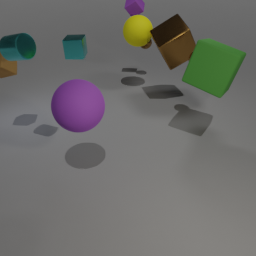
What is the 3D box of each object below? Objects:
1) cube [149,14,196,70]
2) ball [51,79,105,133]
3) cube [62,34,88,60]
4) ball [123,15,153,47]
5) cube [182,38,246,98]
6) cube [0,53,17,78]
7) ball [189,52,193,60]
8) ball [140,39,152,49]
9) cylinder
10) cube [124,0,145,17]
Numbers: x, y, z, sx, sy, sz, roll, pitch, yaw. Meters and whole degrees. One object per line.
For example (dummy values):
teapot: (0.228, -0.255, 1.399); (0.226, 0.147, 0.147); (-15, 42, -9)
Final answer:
cube: (1.959, -3.645, 11.916); (1.400, 1.400, 1.400); (-29, 47, 13)
ball: (-1.309, -0.580, 7.388); (1.400, 1.400, 1.400); (0, 30, 0)
cube: (-1.901, -2.932, 10.122); (0.700, 0.700, 0.700); (0, 34, 4)
ball: (0.462, -4.516, 13.050); (1.400, 1.400, 1.400); (0, 30, 0)
cube: (2.841, -2.016, 9.239); (1.400, 1.400, 1.400); (29, 29, 18)
cube: (-4.154, -2.121, 9.191); (0.700, 0.700, 0.700); (-8, -11, 19)
ball: (2.610, -2.552, 10.413); (0.700, 0.700, 0.700); (0, 30, 0)
ball: (0.948, -4.651, 15.217); (0.700, 0.700, 0.700); (0, 30, 0)
cylinder: (-3.010, -2.203, 7.660); (0.700, 0.700, 0.700); (4, 28, 30)
cube: (0.333, -6.056, 13.864); (0.700, 0.700, 0.700); (-18, 49, 33)
